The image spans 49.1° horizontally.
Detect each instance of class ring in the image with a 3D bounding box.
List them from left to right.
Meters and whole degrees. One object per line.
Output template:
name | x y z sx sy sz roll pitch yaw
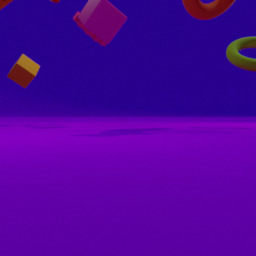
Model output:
ring | 2.165 -3.683 6.923 1.982 1.982 0.396 -2 38 -35
ring | 3.621 -2.107 7.899 1.629 0.326 1.629 -4 43 4

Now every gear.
gear | -1.312 -3.565 10.115 0.271 1.465 1.465 -45 -14 17

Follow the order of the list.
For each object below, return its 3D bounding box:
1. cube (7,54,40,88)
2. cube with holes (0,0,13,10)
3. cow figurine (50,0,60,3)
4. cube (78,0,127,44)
cube | -3.585 -1.953 9.645 0.702 0.702 0.702 36 -57 -27
cube with holes | -3.879 -4.051 8.071 0.978 0.978 0.978 -39 39 -4
cow figurine | -2.010 -3.434 6.554 1.170 0.642 1.151 37 13 26
cube | -0.754 -3.201 8.121 0.917 0.917 0.917 27 21 -37
